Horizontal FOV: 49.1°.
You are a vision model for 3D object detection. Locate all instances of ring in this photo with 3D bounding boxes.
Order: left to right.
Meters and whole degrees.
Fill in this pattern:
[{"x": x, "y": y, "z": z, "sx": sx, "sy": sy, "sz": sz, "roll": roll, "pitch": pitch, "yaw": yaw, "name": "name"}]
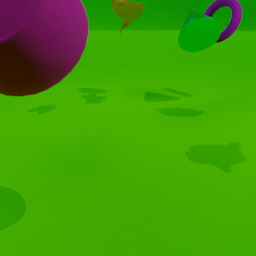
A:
[{"x": 3.021, "y": -3.537, "z": 9.180, "sx": 0.297, "sy": 1.486, "sz": 1.486, "roll": 7, "pitch": 13, "yaw": -38, "name": "ring"}]

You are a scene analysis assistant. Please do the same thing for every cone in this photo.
[{"x": 2.078, "y": -3.320, "z": 8.774, "sx": 1.301, "sy": 1.301, "sz": 1.306, "roll": -3, "pitch": 58, "yaw": -8, "name": "cone"}]

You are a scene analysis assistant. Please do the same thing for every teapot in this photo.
[{"x": -1.100, "y": -0.929, "z": 2.552, "sx": 1.285, "sy": 2.066, "sz": 1.012, "roll": 38, "pitch": -6, "yaw": 19, "name": "teapot"}, {"x": -0.057, "y": -3.986, "z": 9.091, "sx": 1.112, "sy": 1.788, "sz": 0.875, "roll": 19, "pitch": 27, "yaw": 31, "name": "teapot"}]

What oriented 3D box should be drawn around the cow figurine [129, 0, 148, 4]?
[{"x": 0.349, "y": -4.081, "z": 7.704, "sx": 1.240, "sy": 1.260, "sz": 0.691, "roll": -26, "pitch": -9, "yaw": -19, "name": "cow figurine"}]
